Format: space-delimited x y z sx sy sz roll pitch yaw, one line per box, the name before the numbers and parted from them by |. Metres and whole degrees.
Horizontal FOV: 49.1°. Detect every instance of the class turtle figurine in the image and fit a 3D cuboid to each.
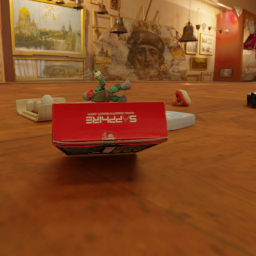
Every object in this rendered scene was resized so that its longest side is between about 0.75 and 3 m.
turtle figurine | -1.238 -1.679 13.273 2.666 1.342 1.996 -4 -29 -26

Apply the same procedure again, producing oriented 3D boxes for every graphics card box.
graphics card box | -0.349 0.097 4.393 1.410 0.572 2.247 -2 -9 -8

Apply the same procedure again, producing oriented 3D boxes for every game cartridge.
game cartridge | 1.014 -0.220 8.243 1.959 0.407 1.304 -10 11 -41

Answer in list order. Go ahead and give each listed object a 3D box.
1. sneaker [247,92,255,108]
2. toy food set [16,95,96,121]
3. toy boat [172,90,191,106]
sneaker | 5.895 -1.293 12.594 0.730 0.717 1.895 -1 12 12
toy food set | -2.682 -0.859 10.122 1.986 0.836 2.768 -8 14 -35
toy boat | 2.433 -1.323 13.192 0.774 0.772 1.184 -31 13 0
